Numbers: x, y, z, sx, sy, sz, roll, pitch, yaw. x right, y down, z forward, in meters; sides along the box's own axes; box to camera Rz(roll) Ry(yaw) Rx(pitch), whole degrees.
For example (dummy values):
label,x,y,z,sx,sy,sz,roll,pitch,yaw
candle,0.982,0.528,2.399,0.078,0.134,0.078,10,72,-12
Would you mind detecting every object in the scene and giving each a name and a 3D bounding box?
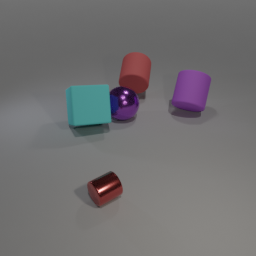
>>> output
label,x,y,z,sx,sy,sz,roll,pitch,yaw
cylinder,0.344,-2.584,13.209,1.400,1.400,1.400,4,60,8
ball,-0.231,-1.003,11.422,1.400,1.400,1.400,0,29,0
cube,-1.523,-0.853,10.595,1.400,1.400,1.400,-5,4,-19
cylinder,2.674,-1.547,11.846,1.400,1.400,1.400,14,-7,2
cylinder,-0.607,1.594,7.388,0.700,0.700,0.700,-23,36,-29
